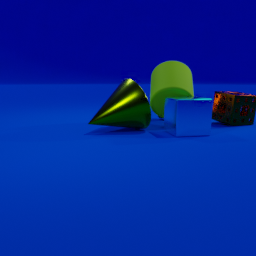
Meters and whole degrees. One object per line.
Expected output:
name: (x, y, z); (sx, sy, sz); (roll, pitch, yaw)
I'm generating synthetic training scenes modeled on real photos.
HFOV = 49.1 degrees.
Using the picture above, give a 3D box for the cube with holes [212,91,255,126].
cube with holes: (3.486, -0.667, 9.219); (0.961, 0.961, 0.961); (-2, 15, -22)

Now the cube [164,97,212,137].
cube: (1.599, -0.334, 7.602); (0.975, 0.975, 0.975); (-2, 10, -12)

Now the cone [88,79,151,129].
cone: (-0.431, -0.397, 7.765); (1.545, 1.539, 1.539); (-25, 21, -26)

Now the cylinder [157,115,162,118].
cylinder: (1.329, -0.832, 10.193); (0.735, 0.735, 0.735); (-19, 19, 7)

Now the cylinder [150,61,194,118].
cylinder: (1.382, -1.199, 8.877); (1.337, 1.337, 1.337); (1, 49, 6)
